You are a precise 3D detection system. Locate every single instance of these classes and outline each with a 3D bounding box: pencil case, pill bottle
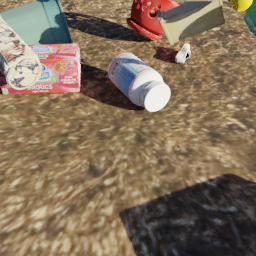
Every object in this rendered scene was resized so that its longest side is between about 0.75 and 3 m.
[{"bbox_3d":[-3.572,-2.290,8.004,2.756,1.072,1.233,47,30,21],"label":"pencil case"},{"bbox_3d":[0.335,-1.438,8.789,1.182,1.182,2.173,-19,43,-22],"label":"pill bottle"}]

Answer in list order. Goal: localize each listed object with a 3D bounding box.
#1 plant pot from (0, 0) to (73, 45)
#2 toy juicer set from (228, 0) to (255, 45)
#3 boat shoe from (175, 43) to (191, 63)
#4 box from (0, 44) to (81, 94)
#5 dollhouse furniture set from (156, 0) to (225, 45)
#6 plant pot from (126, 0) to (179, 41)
[{"bbox_3d":[-3.661,-3.862,11.091,2.394,2.444,2.444,-18,41,-11],"label":"plant pot"},{"bbox_3d":[3.107,-2.659,6.526,1.817,0.777,2.857,-5,67,-53],"label":"toy juicer set"},{"bbox_3d":[2.328,-3.011,11.366,0.433,0.475,1.319,22,44,17],"label":"boat shoe"},{"bbox_3d":[-2.938,-2.009,9.451,2.600,1.241,1.296,-2,39,-3],"label":"box"},{"bbox_3d":[1.580,-3.827,7.870,1.583,2.234,2.432,-16,64,19],"label":"dollhouse furniture set"},{"bbox_3d":[1.029,-5.050,12.422,2.036,1.854,2.036,26,24,-12],"label":"plant pot"}]
